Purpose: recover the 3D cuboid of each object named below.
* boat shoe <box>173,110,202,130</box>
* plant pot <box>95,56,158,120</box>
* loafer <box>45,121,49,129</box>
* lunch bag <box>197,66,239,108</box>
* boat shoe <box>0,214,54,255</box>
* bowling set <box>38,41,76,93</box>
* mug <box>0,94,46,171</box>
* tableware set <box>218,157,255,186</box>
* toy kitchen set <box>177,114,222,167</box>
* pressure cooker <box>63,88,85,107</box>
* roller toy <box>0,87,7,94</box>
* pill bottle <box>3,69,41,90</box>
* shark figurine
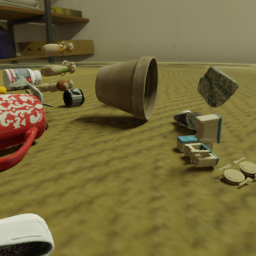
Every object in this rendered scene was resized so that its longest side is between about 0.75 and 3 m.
[{"bbox_3d":[2.307,-0.296,10.614,0.612,0.703,1.907,-9,14,-8],"label":"boat shoe"},{"bbox_3d":[-0.065,-1.712,11.667,2.219,2.558,2.558,7,18,17],"label":"plant pot"},{"bbox_3d":[-3.748,-0.412,10.695,1.772,0.632,0.647,22,25,25],"label":"loafer"},{"bbox_3d":[3.098,-1.427,9.958,0.942,1.134,1.352,25,23,-19],"label":"lunch bag"},{"bbox_3d":[-2.049,1.793,3.716,2.147,0.773,0.736,-1,13,-37],"label":"boat shoe"},{"bbox_3d":[-2.616,-2.038,11.334,1.315,2.450,1.705,-21,59,-37],"label":"bowling set"},{"bbox_3d":[-3.868,0.147,8.094,1.892,2.517,2.835,-33,-9,35],"label":"mug"},{"bbox_3d":[2.725,1.103,6.749,1.049,0.210,0.694,-17,35,-29],"label":"tableware set"},{"bbox_3d":[2.132,0.160,7.762,1.031,1.402,1.750,-3,17,-8],"label":"toy kitchen set"},{"bbox_3d":[-2.754,-1.595,14.501,1.007,0.886,0.899,-13,8,-39],"label":"pressure cooker"},{"bbox_3d":[-7.032,-1.479,12.928,2.226,1.555,2.030,4,17,14],"label":"roller toy"},{"bbox_3d":[-7.459,-3.491,19.852,2.347,1.404,1.404,-13,21,-38],"label":"pill bottle"},{"bbox_3d":[-4.220,-1.139,12.281,1.619,1.131,2.710,18,-26,-3],"label":"shark figurine"}]
